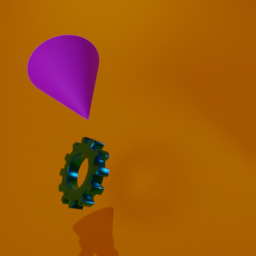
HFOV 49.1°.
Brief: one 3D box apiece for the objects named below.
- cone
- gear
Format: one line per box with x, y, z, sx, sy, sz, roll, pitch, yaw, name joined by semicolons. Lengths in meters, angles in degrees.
-0.807;-0.568;4.305;1.196;1.196;1.200;-22;57;-9;cone
-0.833;0.814;5.130;0.238;1.286;1.286;23;62;-37;gear
